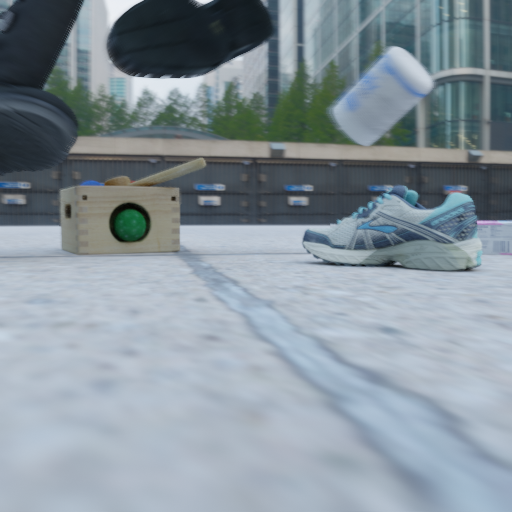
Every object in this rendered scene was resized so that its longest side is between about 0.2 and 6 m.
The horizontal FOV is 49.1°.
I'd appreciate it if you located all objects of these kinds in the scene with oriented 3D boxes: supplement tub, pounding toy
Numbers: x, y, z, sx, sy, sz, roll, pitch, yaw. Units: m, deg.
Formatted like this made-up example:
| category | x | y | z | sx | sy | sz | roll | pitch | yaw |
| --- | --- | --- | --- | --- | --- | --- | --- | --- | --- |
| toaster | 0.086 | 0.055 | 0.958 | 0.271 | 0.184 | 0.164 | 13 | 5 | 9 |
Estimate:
| category | x | y | z | sx | sy | sz | roll | pitch | yaw |
| --- | --- | --- | --- | --- | --- | --- | --- | --- | --- |
| supplement tub | 2.194 | -2.770 | 9.801 | 0.991 | 0.991 | 1.502 | -5 | -31 | -50 |
| pounding toy | -2.305 | -0.895 | 10.234 | 2.131 | 1.646 | 2.315 | -3 | 5 | -27 |

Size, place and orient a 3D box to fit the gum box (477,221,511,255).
| category | x | y | z | sx | sy | sz | roll | pitch | yaw |
| --- | --- | --- | --- | --- | --- | --- | --- | --- | --- |
| gum box | 4.166 | -0.318 | 9.692 | 1.664 | 0.550 | 0.944 | 1 | 5 | 20 |

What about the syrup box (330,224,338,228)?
| category | x | y | z | sx | sy | sz | roll | pitch | yaw |
| --- | --- | --- | --- | --- | --- | --- | --- | --- | --- |
| syrup box | 1.917 | -0.354 | 10.682 | 0.487 | 0.504 | 1.238 | 3 | 5 | 38 |

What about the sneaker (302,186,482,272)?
| category | x | y | z | sx | sy | sz | roll | pitch | yaw |
| --- | --- | --- | --- | --- | --- | --- | --- | --- | --- |
| sneaker | 1.661 | -0.369 | 7.092 | 2.324 | 1.003 | 0.902 | 3 | 5 | 34 |

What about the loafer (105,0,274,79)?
| category | x | y | z | sx | sy | sz | roll | pitch | yaw |
| --- | --- | --- | --- | --- | --- | --- | --- | --- | --- |
| loafer | -1.112 | -3.386 | 9.031 | 1.276 | 1.285 | 3.530 | -20 | 9 | 42 |

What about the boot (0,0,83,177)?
| category | x | y | z | sx | sy | sz | roll | pitch | yaw |
| --- | --- | --- | --- | --- | --- | --- | --- | --- | --- |
| boot | -3.264 | -3.089 | 8.526 | 3.098 | 3.758 | 1.234 | -4 | -31 | 37 |
